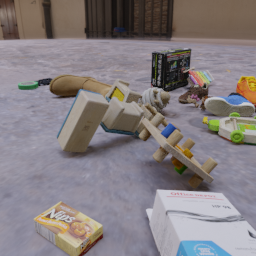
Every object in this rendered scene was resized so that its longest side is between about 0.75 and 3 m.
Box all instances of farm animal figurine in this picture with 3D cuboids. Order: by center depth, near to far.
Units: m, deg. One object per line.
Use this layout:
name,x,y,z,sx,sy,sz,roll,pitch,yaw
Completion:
farm animal figurine,3.016,-1.017,11.302,1.120,0.590,1.132,0,11,-34

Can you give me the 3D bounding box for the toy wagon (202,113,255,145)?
toy wagon,3.537,0.002,8.863,2.318,0.459,1.798,6,23,16

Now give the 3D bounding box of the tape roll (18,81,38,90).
tape roll,-5.206,-2.215,14.603,0.994,0.239,0.994,0,22,0

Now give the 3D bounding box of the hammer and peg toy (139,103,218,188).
hammer and peg toy,0.980,0.345,6.663,1.632,0.782,2.219,36,9,-24

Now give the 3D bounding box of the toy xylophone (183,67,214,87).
toy xylophone,3.608,-2.603,14.466,1.398,0.480,1.909,50,43,4

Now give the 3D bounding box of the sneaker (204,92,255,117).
sneaker,3.821,-0.953,10.810,1.859,0.713,1.034,5,28,2

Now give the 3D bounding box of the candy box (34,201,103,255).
candy box,-1.028,1.721,4.820,1.077,0.298,0.622,16,27,34

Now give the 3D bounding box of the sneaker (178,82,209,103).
sneaker,2.907,-1.606,12.481,1.851,0.699,0.652,-18,28,-38

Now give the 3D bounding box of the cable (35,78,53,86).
cable,-4.630,-2.533,15.424,0.887,0.276,1.087,9,26,34

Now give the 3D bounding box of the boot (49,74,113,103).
boot,-1.713,-1.694,12.380,2.589,0.978,2.956,-16,28,-34

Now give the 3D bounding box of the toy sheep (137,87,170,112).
toy sheep,0.916,-1.049,10.711,1.557,1.074,1.074,-8,14,35

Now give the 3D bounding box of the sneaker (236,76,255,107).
sneaker,5.167,-1.587,11.942,1.048,1.107,2.871,3,24,4

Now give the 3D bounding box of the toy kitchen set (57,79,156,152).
toy kitchen set,-0.857,-0.535,8.636,2.799,1.649,2.243,9,31,-43

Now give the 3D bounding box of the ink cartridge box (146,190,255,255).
ink cartridge box,1.082,1.571,4.245,1.229,0.708,2.121,5,17,-11

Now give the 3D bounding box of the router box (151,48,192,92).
router box,2.205,-2.981,14.224,0.798,1.925,2.569,19,28,37
